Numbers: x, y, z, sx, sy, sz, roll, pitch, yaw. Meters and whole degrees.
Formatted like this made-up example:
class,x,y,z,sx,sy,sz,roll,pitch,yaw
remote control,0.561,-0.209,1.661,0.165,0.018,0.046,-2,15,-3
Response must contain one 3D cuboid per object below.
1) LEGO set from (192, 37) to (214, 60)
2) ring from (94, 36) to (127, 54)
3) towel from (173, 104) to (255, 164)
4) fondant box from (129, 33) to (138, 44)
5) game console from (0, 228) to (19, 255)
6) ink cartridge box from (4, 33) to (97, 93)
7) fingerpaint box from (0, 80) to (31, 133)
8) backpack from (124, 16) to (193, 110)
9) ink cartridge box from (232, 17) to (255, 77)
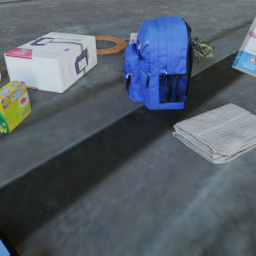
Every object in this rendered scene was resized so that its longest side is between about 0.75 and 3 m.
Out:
class,x,y,z,sx,sy,sz,roll,pitch,yaw
LEGO set,2.846,-3.336,11.870,1.490,0.650,2.294,33,14,12
ring,-1.384,-3.907,13.371,2.691,0.258,2.691,0,34,0
towel,2.503,0.027,7.174,2.433,0.419,1.612,-21,39,-29
fondant box,1.295,-3.696,12.611,2.441,0.711,1.761,1,33,3
game console,-1.878,2.124,4.171,0.941,0.192,1.596,-27,41,-35
ink cartridge box,-2.675,-2.544,10.376,2.085,1.214,2.880,10,35,15
fingerpaint box,-3.191,-0.606,7.627,0.433,0.984,1.180,7,35,10
backpack,0.904,-1.990,8.382,2.065,2.461,2.000,-2,34,-4
ink cartridge box,3.696,-2.165,7.077,1.317,1.823,0.772,24,14,7
